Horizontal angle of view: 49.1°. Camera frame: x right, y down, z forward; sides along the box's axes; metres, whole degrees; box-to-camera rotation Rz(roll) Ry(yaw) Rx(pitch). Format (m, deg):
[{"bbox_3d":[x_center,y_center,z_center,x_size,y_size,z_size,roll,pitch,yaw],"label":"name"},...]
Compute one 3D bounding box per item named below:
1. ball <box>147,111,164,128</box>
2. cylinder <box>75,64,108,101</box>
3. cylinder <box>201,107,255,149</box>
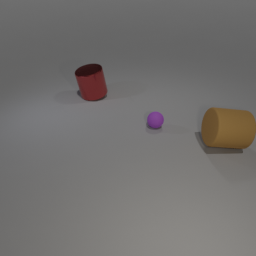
[{"bbox_3d":[1.147,-0.340,11.691,0.700,0.700,0.700,0,30,0],"label":"ball"},{"bbox_3d":[-1.848,-2.332,14.194,1.400,1.400,1.400,-7,37,6],"label":"cylinder"},{"bbox_3d":[3.571,0.011,10.065,1.400,1.400,1.400,5,29,-10],"label":"cylinder"}]
